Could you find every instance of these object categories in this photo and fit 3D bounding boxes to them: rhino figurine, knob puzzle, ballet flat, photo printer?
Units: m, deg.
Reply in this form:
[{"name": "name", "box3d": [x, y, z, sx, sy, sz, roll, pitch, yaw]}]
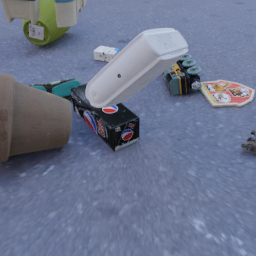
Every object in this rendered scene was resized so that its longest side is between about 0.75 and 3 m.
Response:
[{"name": "rhino figurine", "box3d": [3.833, 0.368, 8.119, 1.499, 0.448, 0.655, -25, 43, -28]}, {"name": "knob puzzle", "box3d": [3.869, -1.433, 10.667, 2.216, 0.307, 2.216, 0, 36, 0]}, {"name": "ballet flat", "box3d": [-2.893, -1.244, 10.152, 2.452, 0.910, 0.910, -13, 38, -20]}, {"name": "photo printer", "box3d": [0.115, -1.094, 5.408, 0.646, 1.859, 1.547, 56, 37, 1]}]

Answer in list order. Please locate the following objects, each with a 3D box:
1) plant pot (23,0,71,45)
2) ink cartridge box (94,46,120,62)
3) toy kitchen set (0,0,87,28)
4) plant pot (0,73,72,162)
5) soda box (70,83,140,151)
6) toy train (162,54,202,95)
[{"name": "plant pot", "box3d": [-4.363, -5.693, 14.751, 2.766, 2.766, 2.956, 3, 46, 4]}, {"name": "ink cartridge box", "box3d": [-0.998, -3.528, 13.378, 1.066, 0.449, 0.778, 14, 39, 18]}, {"name": "toy kitchen set", "box3d": [-1.632, -2.862, 5.666, 1.346, 0.990, 1.680, 5, 40, -1]}, {"name": "plant pot", "box3d": [-2.669, -0.228, 7.681, 2.056, 2.358, 2.358, 4, 33, -22]}, {"name": "soda box", "box3d": [-0.797, -0.472, 8.873, 0.980, 0.877, 2.771, -22, 41, -26]}, {"name": "toy train", "box3d": [2.069, -2.167, 11.171, 1.356, 1.014, 2.380, -12, 37, 0]}]
